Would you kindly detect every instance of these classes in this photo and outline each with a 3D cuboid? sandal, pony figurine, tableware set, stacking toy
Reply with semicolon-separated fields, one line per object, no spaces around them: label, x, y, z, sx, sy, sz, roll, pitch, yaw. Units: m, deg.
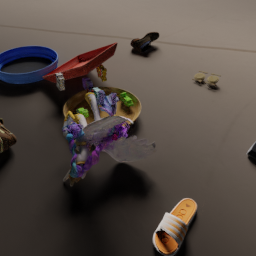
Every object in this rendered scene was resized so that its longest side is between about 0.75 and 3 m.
sandal;0.989;1.885;5.738;0.569;0.426;1.485;22;44;25
pony figurine;-0.689;0.130;7.023;2.270;1.958;2.351;-24;47;17
tableware set;2.946;-1.835;10.528;0.942;0.189;0.623;21;55;32
stacking toy;-1.154;-1.273;9.244;1.778;0.554;2.358;-19;47;-26

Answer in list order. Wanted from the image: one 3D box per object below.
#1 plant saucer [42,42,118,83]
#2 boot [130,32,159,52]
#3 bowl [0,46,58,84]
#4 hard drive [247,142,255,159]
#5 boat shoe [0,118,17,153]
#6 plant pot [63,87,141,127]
plant saucer;-1.708;-2.377;10.445;2.254;0.414;2.249;-4;31;38
boot;0.943;-3.896;12.858;1.525;0.570;0.739;-26;55;-16
bowl;-4.032;-2.544;11.145;2.528;0.496;2.528;0;39;0
hard drive;3.722;0.541;7.532;1.005;0.213;0.678;-33;49;-33
boat shoe;-3.907;-0.004;7.917;2.121;0.783;0.784;36;39;27
plant pot;-0.791;-0.552;8.829;2.414;0.332;2.414;0;40;0
